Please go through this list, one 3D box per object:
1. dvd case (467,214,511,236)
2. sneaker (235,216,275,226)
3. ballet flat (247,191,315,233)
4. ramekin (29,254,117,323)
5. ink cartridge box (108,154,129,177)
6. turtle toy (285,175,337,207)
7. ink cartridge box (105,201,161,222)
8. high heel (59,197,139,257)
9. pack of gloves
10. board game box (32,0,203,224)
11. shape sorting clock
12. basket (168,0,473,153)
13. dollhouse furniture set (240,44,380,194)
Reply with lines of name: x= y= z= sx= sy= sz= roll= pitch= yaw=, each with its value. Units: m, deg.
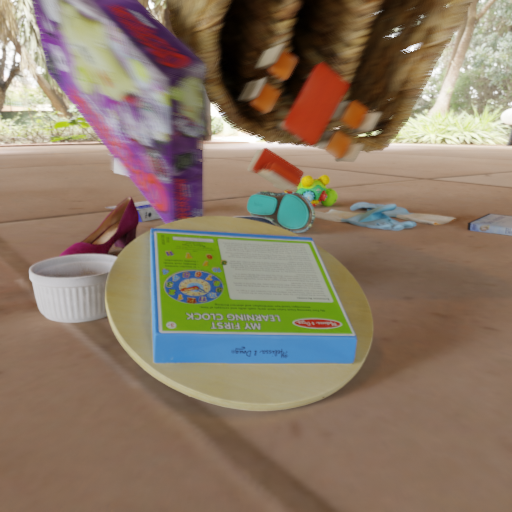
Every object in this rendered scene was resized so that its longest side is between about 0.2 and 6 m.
dvd case: x=6.143 y=-0.644 z=12.566 sx=2.280 sy=0.200 sz=1.626 roll=11 pitch=18 yaw=36
sneaker: x=-0.539 y=-0.077 z=7.991 sx=2.615 sy=0.994 sz=1.889 roll=-16 pitch=1 yaw=-24
ballet flat: x=0.768 y=-1.029 z=12.932 sx=0.931 sy=0.931 sz=2.507 roll=-9 pitch=20 yaw=-30
ramekin: x=-2.366 y=0.426 z=7.532 sx=1.230 sy=0.646 sz=1.230 roll=0 pitch=15 yaw=0
ink cartridge box: x=-2.840 y=-2.122 z=13.211 sx=1.250 sy=0.424 sz=0.720 roll=17 pitch=21 yaw=32
turtle toy: x=1.599 y=-1.730 z=15.570 sx=1.533 sy=0.775 sz=1.117 roll=-6 pitch=-8 yaw=-31
ink cartridge box: x=-2.813 y=-1.150 z=14.217 sx=0.934 sy=0.368 sz=1.878 roll=10 pitch=16 yaw=35
high heel: x=-2.893 y=-0.467 z=10.272 sx=0.700 sy=0.997 sz=2.075 roll=5 pitch=15 yaw=19
pack of gloves: x=3.104 y=-1.188 z=13.987 sx=2.389 sy=0.561 sz=2.843 roll=-13 pitch=20 yaw=-39
board game box: x=-2.377 y=-2.983 z=8.997 sx=0.786 sy=2.922 sz=4.868 roll=-30 pitch=60 yaw=-20
shape sorting clock: x=-0.148 y=0.467 z=6.003 sx=2.843 sy=0.558 sz=2.843 roll=9 pitch=33 yaw=-6
basket: x=0.641 y=-3.343 z=8.275 sx=3.042 sy=3.175 sz=4.262 roll=-26 pitch=-17 yaw=-17
dollhouse furniture set: x=0.645 y=-1.761 z=7.711 sx=1.764 sy=1.745 sz=0.909 roll=29 pitch=1 yaw=-21
